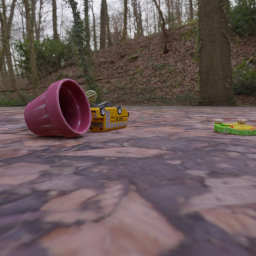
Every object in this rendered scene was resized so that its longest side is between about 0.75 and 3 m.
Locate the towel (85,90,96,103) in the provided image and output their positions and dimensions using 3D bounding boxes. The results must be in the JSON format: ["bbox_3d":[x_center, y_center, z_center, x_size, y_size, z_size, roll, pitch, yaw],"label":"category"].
[{"bbox_3d":[-2.049,-0.951,11.238,1.778,0.437,2.396,-29,8,-4],"label":"towel"}]

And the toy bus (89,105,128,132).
[{"bbox_3d":[-0.777,-0.348,9.729,0.698,0.839,2.144,4,7,26],"label":"toy bus"}]

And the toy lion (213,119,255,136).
[{"bbox_3d":[3.393,0.013,8.806,1.234,0.424,1.183,1,13,7],"label":"toy lion"}]

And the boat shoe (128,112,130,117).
[{"bbox_3d":[-0.582,-0.811,16.389,1.413,0.497,0.497,5,6,-42],"label":"boat shoe"}]

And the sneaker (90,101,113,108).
[{"bbox_3d":[-1.714,-0.486,12.313,1.286,0.905,2.420,-18,3,30],"label":"sneaker"}]

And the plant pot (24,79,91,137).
[{"bbox_3d":[-2.050,-0.427,7.951,1.425,1.592,1.592,-16,-1,23],"label":"plant pot"}]
